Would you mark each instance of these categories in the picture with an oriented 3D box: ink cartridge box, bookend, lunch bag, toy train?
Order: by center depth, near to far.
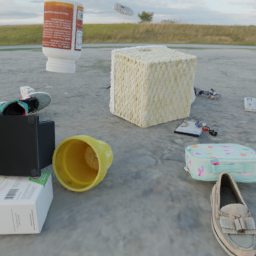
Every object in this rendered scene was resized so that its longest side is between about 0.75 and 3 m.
[{"bbox_3d":[-2.667,1.567,6.007,1.814,0.762,1.314,-1,19,-2],"label":"ink cartridge box"},{"bbox_3d":[2.475,0.933,7.439,1.923,0.741,1.542,-1,12,1],"label":"lunch bag"},{"bbox_3d":[-3.058,0.244,7.489,2.922,1.346,2.904,1,6,11],"label":"bookend"},{"bbox_3d":[2.910,0.033,10.560,0.233,0.174,1.019,-28,46,-31],"label":"toy train"},{"bbox_3d":[-5.133,-1.692,14.409,0.419,0.723,1.001,-16,26,-35],"label":"ink cartridge box"}]

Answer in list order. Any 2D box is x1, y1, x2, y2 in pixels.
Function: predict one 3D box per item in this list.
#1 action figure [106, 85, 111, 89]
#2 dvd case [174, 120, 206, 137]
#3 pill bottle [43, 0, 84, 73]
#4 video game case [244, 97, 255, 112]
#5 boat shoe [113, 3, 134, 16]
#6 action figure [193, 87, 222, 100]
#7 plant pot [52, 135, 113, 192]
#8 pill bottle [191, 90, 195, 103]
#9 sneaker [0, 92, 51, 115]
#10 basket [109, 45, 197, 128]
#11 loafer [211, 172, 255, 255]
[{"bbox_3d":[-0.599,-2.432,16.782,1.281,0.670,1.239,-29,18,-2],"label":"action figure"},{"bbox_3d":[2.440,0.008,10.917,0.952,0.117,1.334,10,24,24],"label":"dvd case"},{"bbox_3d":[-2.855,-3.963,12.201,1.673,2.983,1.673,7,14,-2],"label":"pill bottle"},{"bbox_3d":[6.622,-1.092,13.593,1.778,0.215,1.951,8,22,19],"label":"video game case"},{"bbox_3d":[-0.214,-5.238,12.507,0.978,0.352,0.321,12,-19,-23],"label":"boat shoe"},{"bbox_3d":[4.340,-1.884,15.223,1.519,0.527,0.989,16,20,27],"label":"action figure"},{"bbox_3d":[-1.046,0.825,7.352,1.371,1.371,1.290,8,8,20],"label":"plant pot"},{"bbox_3d":[2.812,-1.792,14.318,0.978,0.978,1.755,-2,22,-5],"label":"pill bottle"},{"bbox_3d":[-4.287,-0.871,11.765,2.585,1.081,1.561,-22,25,-28],"label":"sneaker"},{"bbox_3d":[1.028,-1.784,11.866,2.900,2.926,2.353,-14,32,-32],"label":"basket"},{"bbox_3d":[2.129,1.702,5.828,0.775,0.678,2.157,2,22,6],"label":"loafer"}]
